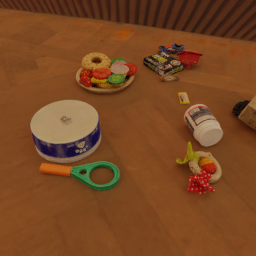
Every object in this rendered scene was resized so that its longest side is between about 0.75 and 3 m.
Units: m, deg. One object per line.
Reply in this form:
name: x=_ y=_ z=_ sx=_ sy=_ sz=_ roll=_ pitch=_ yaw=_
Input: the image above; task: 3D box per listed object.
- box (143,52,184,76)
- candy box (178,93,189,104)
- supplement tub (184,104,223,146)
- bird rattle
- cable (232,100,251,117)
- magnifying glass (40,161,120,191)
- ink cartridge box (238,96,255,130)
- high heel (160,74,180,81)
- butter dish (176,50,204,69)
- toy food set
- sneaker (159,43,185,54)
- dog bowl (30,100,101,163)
box: x=1.846 y=-3.350 z=14.655 sx=1.383 sy=0.382 sz=1.726 roll=-25 pitch=48 yaw=-25
candy box: x=2.511 y=-1.349 z=12.645 sx=0.396 sy=0.102 sz=0.775 roll=1 pitch=42 yaw=-3
supplement tub: x=2.831 y=-0.119 z=10.588 sx=1.017 sy=1.017 sz=1.449 roll=-9 pitch=43 yaw=-10
bird rattle: x=2.461 y=1.296 z=9.165 sx=1.468 sy=1.015 sz=1.801 roll=-3 pitch=42 yaw=-28
cable: x=5.162 y=-0.776 z=11.772 sx=1.632 sy=0.415 sz=1.332 roll=0 pitch=42 yaw=0
magnifying glass: x=-1.608 y=1.484 z=9.366 sx=2.688 sy=0.301 sz=1.070 roll=5 pitch=42 yaw=7
ink cartridge box: x=5.744 y=-0.423 z=10.668 sx=2.315 sy=0.870 sz=1.907 roll=39 pitch=56 yaw=18
high heel: x=2.046 y=-2.411 z=13.634 sx=0.933 sy=0.333 sz=0.665 roll=-24 pitch=40 yaw=-37
butter dish: x=3.157 y=-3.512 z=14.557 sx=1.145 sy=0.846 sz=1.142 roll=7 pitch=2 yaw=-15
toy food set: x=-1.063 y=-2.708 z=13.690 sx=2.919 sy=0.717 sz=2.949 roll=8 pitch=42 yaw=9
sneaker: x=2.487 y=-4.543 z=15.828 sx=1.512 sy=0.593 sz=0.570 roll=5 pitch=41 yaw=6
dog bowl: x=-2.272 y=0.056 z=10.424 sx=2.495 sy=0.983 sz=2.495 roll=0 pitch=42 yaw=0
